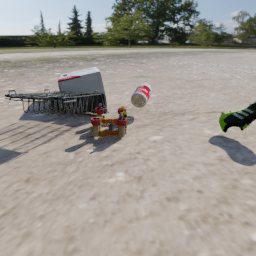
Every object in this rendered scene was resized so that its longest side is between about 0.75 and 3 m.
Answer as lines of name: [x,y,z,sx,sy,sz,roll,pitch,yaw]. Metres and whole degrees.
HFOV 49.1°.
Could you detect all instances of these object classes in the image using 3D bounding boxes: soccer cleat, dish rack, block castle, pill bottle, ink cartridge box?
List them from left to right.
dish rack: [-2.046,-0.754,8.335,2.151,0.765,2.805,3,9,21]
ink cartridge box: [-1.845,-1.743,11.028,1.603,0.905,2.184,-14,19,-7]
block castle: [-0.490,-0.262,7.722,0.946,0.664,1.415,1,17,-1]
pill bottle: [0.474,-1.118,9.338,0.537,0.537,0.957,6,35,17]
soccer cleat: [3.108,-0.284,7.267,1.478,0.599,0.499,-22,-37,32]
